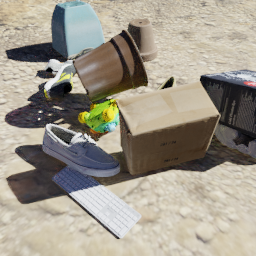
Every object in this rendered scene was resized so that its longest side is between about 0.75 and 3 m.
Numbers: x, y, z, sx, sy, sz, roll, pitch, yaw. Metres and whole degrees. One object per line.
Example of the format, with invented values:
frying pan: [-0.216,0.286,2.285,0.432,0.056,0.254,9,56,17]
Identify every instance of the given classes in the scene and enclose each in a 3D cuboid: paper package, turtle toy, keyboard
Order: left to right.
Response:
keyboard: [-0.913,1.807,7.423,2.718,0.145,0.765,30,48,32]
turtle toy: [-0.678,-0.428,9.500,1.364,0.946,1.872,-4,30,34]
paper package: [0.968,0.074,7.579,2.349,2.239,1.215,-14,55,-9]

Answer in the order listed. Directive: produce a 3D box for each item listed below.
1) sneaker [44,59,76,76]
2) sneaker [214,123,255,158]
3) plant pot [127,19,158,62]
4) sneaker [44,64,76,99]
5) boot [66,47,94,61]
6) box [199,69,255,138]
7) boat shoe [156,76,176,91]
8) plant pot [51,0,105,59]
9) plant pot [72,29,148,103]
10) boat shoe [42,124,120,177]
sneaker: [-2.945,-2.583,12.518,1.727,0.654,0.794,6,46,19]
sneaker: [3.743,0.238,8.958,1.882,0.710,1.071,31,44,30]
plant pot: [0.576,-4.401,13.851,1.898,1.655,1.898,0,41,0]
sneaker: [-2.572,-1.843,11.531,0.888,0.782,2.099,19,50,11]
boot: [-1.989,-3.223,13.283,1.539,0.556,1.162,-30,50,-24]
box: [4.008,-0.917,9.003,2.699,1.405,2.457,-14,27,-36]
boat shoe: [1.250,-1.120,10.521,0.873,0.753,2.392,20,43,23]
plant pot: [-2.626,-5.087,14.092,2.209,2.250,2.202,-22,40,-24]
plant pot: [-0.670,-1.997,9.723,2.089,2.110,2.110,-25,43,-4]
boat shoe: [-1.407,0.573,8.238,2.689,0.883,0.967,22,29,28]
